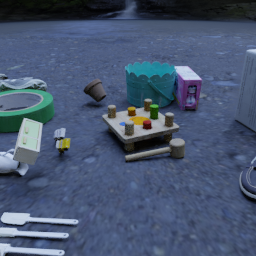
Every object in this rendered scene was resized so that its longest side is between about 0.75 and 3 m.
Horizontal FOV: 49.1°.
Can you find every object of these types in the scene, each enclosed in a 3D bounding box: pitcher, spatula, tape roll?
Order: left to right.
[{"bbox_3d":[-3.133,0.832,7.266,0.898,0.770,0.544,6,31,12],"label":"pitcher"},{"bbox_3d":[-4.202,-0.721,10.539,2.754,0.662,2.754,0,27,0],"label":"tape roll"},{"bbox_3d":[-1.908,2.099,5.445,1.679,0.135,1.168,2,21,6],"label":"spatula"}]

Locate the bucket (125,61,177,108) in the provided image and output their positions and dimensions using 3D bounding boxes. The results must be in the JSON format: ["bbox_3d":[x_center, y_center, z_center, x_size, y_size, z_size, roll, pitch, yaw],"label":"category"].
[{"bbox_3d":[0.954,-1.873,11.953,2.279,1.483,2.279,0,27,0],"label":"bucket"}]

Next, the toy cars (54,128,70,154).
[{"bbox_3d":[-2.032,0.354,8.313,0.309,0.626,1.397,14,16,-28],"label":"toy cars"}]

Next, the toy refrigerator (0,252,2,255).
[{"bbox_3d":[-3.205,2.259,4.296,2.216,0.841,0.775,-1,26,-3],"label":"toy refrigerator"}]

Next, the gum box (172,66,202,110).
[{"bbox_3d":[2.420,-1.720,11.859,0.738,1.267,2.232,-2,26,-4],"label":"gum box"}]

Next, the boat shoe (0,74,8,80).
[{"bbox_3d":[-6.403,-2.079,13.370,0.529,0.632,1.769,14,35,26],"label":"boat shoe"}]

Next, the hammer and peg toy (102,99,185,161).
[{"bbox_3d":[0.491,-0.004,8.731,2.006,0.962,2.728,-11,28,-22],"label":"hammer and peg toy"}]

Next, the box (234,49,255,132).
[{"bbox_3d":[5.382,-1.311,9.516,2.616,2.602,1.709,-8,27,-16],"label":"box"}]

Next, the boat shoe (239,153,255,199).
[{"bbox_3d":[3.491,0.890,7.126,0.903,0.780,2.486,17,31,31],"label":"boat shoe"}]

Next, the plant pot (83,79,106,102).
[{"bbox_3d":[-1.299,-1.494,11.603,0.742,0.851,0.851,52,41,4],"label":"plant pot"}]

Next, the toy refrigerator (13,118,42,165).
[{"bbox_3d":[-2.358,0.276,6.665,0.483,0.446,1.273,19,25,-22],"label":"toy refrigerator"}]

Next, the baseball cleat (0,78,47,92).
[{"bbox_3d":[-5.130,-1.698,12.400,2.877,1.003,1.531,-7,19,-35],"label":"baseball cleat"}]
